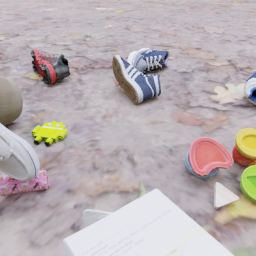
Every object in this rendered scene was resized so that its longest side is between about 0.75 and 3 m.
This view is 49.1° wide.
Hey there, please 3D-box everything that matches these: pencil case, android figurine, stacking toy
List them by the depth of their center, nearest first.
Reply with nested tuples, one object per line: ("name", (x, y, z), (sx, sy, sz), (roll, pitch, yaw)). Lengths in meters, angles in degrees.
("pencil case", (-2.327, 1.239, 6.307), (1.070, 0.463, 0.443), (-7, 64, -14))
("stacking toy", (2.465, 1.067, 6.737), (2.036, 0.860, 1.843), (-7, 59, -6))
("android figurine", (-2.309, 0.127, 8.334), (1.027, 0.232, 1.128), (8, 35, 12))

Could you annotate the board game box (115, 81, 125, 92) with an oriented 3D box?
("board game box", (-0.028, -1.686, 11.181), (0.645, 0.197, 0.852), (-20, 38, -28))

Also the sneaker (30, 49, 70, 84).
("sneaker", (-3.358, -2.762, 12.148), (1.350, 0.977, 2.763), (-19, 39, -26))

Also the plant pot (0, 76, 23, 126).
("plant pot", (-4.331, -0.716, 8.131), (2.326, 2.326, 2.018), (20, 21, 28))

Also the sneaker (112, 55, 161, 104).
("sneaker", (0.354, -1.952, 10.662), (1.302, 0.841, 2.400), (-16, 57, -21))

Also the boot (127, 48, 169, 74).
("boot", (0.944, -2.966, 12.385), (1.279, 1.030, 2.831), (6, 32, 20))

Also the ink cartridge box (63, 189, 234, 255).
("ink cartridge box", (0.372, 2.221, 3.698), (1.620, 1.662, 2.586), (-21, 39, -30))

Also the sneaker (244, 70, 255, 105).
("sneaker", (5.448, -1.127, 9.658), (2.769, 1.115, 2.027), (22, 48, 23))

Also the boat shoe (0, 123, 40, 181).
("boat shoe", (-2.616, 0.297, 5.232), (0.893, 2.483, 0.816), (-21, 34, 11))
